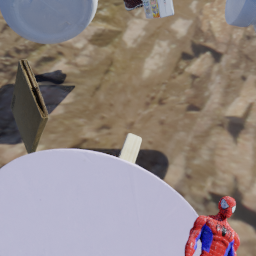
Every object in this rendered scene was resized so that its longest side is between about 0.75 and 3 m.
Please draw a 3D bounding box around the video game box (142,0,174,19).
[{"bbox_3d":[0.574,-3.343,6.515,0.380,1.481,1.625,-17,22,-2],"label":"video game box"}]

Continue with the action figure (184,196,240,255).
[{"bbox_3d":[0.691,1.340,2.448,0.533,0.421,1.630,24,59,6],"label":"action figure"}]

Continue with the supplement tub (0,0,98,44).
[{"bbox_3d":[-1.904,-3.425,5.968,1.902,1.902,2.883,-18,62,-10],"label":"supplement tub"}]

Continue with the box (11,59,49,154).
[{"bbox_3d":[-1.877,-0.315,5.235,0.160,1.501,1.227,-14,68,-35],"label":"box"}]

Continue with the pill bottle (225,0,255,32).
[{"bbox_3d":[3.358,-2.280,5.140,2.784,1.560,1.560,8,61,-3],"label":"pill bottle"}]

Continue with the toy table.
[{"bbox_3d":[-0.358,1.251,4.047,2.794,1.636,2.568,33,86,0],"label":"toy table"}]

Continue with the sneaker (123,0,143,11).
[{"bbox_3d":[0.294,-3.555,7.462,1.003,0.579,0.379,-13,46,21],"label":"sneaker"}]
